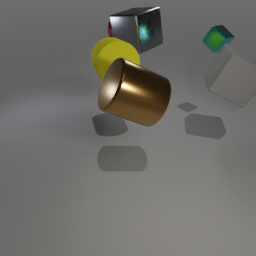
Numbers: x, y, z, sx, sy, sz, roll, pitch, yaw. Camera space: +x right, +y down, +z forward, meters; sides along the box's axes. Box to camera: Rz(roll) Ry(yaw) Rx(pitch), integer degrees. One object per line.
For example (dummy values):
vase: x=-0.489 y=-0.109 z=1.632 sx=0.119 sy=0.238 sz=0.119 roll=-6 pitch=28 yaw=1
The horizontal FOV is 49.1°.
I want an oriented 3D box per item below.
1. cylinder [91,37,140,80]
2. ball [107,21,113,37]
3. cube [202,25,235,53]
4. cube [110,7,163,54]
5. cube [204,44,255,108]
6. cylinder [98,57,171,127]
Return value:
cylinder: x=-0.456 y=-2.214 z=9.259 sx=1.400 sy=1.400 sz=1.400 roll=-7 pitch=24 yaw=-12
ball: x=-0.277 y=-4.674 z=13.272 sx=1.400 sy=1.400 sz=1.400 roll=0 pitch=30 yaw=0
cube: x=3.340 y=-3.302 z=10.385 sx=0.700 sy=0.700 sz=0.700 roll=-21 pitch=67 yaw=-38
cube: x=0.353 y=-3.808 z=10.872 sx=1.400 sy=1.400 sz=1.400 roll=19 pitch=41 yaw=41
cube: x=3.660 y=-1.813 z=9.656 sx=1.400 sy=1.400 sz=1.400 roll=25 pitch=31 yaw=-7
cylinder: x=0.142 y=-0.886 z=7.158 sx=1.400 sy=1.400 sz=1.400 roll=18 pitch=22 yaw=-25
